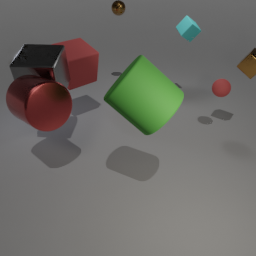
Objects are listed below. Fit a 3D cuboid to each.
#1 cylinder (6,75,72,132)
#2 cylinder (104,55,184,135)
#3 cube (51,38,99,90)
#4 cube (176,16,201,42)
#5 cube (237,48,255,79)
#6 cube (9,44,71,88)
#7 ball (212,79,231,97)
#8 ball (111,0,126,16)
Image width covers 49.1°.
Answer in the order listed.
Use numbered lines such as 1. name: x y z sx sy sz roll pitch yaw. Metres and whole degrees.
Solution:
1. cylinder: -2.544 -0.743 8.014 1.400 1.400 1.400 -25 31 -35
2. cylinder: 0.369 -0.778 6.766 1.400 1.400 1.400 40 31 -11
3. cube: -2.184 -2.656 11.528 1.400 1.400 1.400 -26 54 -32
4. cube: 2.734 -4.478 12.667 0.700 0.700 0.700 17 42 -40
5. cube: 4.552 -2.361 10.225 0.700 0.700 0.700 44 46 4
6. cube: -2.838 -1.824 9.329 1.400 1.400 1.400 2 44 3
7. ball: 3.564 -1.528 10.689 0.700 0.700 0.700 0 31 0
8. ball: -0.469 -5.919 13.812 0.700 0.700 0.700 0 31 0
